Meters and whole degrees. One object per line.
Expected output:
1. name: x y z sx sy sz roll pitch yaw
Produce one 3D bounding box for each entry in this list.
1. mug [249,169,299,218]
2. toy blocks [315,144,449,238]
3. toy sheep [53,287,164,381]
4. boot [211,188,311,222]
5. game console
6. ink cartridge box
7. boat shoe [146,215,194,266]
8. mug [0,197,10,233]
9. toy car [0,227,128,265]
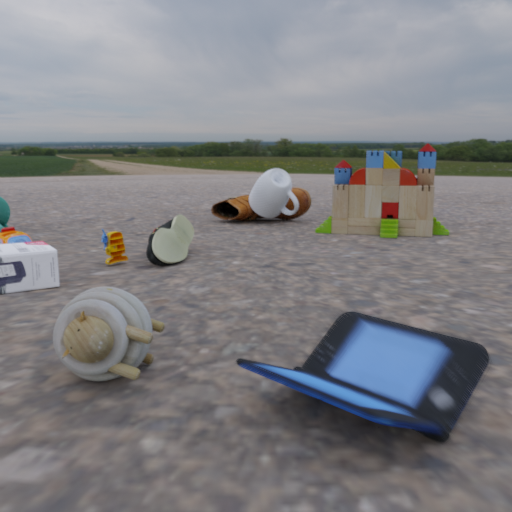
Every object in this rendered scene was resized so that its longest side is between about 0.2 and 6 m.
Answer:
1. mug: 0.582 -1.666 15.303 1.027 1.391 1.220 -44 -8 -33
2. toy blocks: 3.119 -1.640 13.786 3.208 2.193 1.603 2 11 15
3. toy sheep: -1.345 0.703 5.081 0.923 0.923 1.339 0 -3 -1
4. boot: 0.126 -1.467 16.117 2.509 0.962 1.948 5 9 37
5. game console: 0.809 0.780 4.287 1.426 0.844 1.217 12 51 46
6. ink cartridge box: -3.800 0.180 8.389 1.414 0.596 1.024 -7 12 -31
7. boat shoe: -1.692 -0.211 10.621 0.613 0.716 1.958 -34 13 16
8. mug: -6.663 -0.979 13.976 0.988 1.203 0.744 -15 -13 6
9. toy car: -3.532 -0.197 9.824 2.301 0.766 1.129 -10 15 -33
